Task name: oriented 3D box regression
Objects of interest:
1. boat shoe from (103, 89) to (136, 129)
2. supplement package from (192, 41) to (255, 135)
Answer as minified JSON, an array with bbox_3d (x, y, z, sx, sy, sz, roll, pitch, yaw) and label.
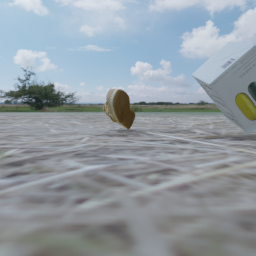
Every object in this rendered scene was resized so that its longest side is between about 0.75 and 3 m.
[{"bbox_3d":[-0.328,-0.502,7.465,0.679,0.723,1.963,20,-16,17],"label":"boat shoe"},{"bbox_3d":[2.413,-0.899,6.072,1.138,1.499,1.129,-41,19,9],"label":"supplement package"}]
